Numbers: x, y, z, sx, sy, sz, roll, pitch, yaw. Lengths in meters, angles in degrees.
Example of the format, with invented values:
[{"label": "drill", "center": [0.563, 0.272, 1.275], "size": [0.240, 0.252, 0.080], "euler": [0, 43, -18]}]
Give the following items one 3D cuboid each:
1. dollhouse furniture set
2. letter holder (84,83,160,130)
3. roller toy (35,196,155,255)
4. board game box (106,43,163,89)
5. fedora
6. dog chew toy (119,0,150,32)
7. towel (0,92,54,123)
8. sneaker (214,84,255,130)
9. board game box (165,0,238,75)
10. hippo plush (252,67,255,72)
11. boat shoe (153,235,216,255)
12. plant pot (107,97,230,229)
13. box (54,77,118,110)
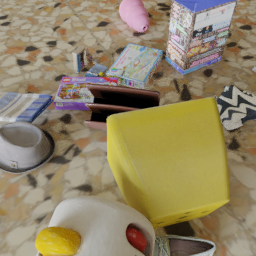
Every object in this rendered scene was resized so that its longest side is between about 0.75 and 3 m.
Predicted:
[{"label": "dollhouse furniture set", "center": [-1.480, -2.939, 12.338], "size": [1.502, 0.980, 1.418], "euler": [21, 48, 14]}, {"label": "letter holder", "center": [-0.206, -0.605, 9.502], "size": [2.467, 1.753, 1.240], "euler": [7, 80, 6]}, {"label": "roller toy", "center": [-0.697, 2.827, 6.134], "size": [2.445, 2.680, 1.873], "euler": [16, 49, 0]}, {"label": "board game box", "center": [0.361, -2.840, 12.643], "size": [1.736, 0.442, 2.583], "euler": [18, 51, 15]}, {"label": "fedora", "center": [-3.567, 0.458, 9.298], "size": [2.229, 1.006, 1.971], "euler": [21, 51, 17]}, {"label": "dog chew toy", "center": [0.442, -5.984, 14.947], "size": [1.408, 1.408, 2.261], "euler": [-18, 58, -15]}, {"label": "towel", "center": [-4.478, -0.851, 10.499], "size": [2.824, 0.336, 2.074], "euler": [5, 31, 9]}, {"label": "sneaker", "center": [4.460, -1.097, 10.637], "size": [2.667, 1.064, 1.735], "euler": [-21, 59, -5]}, {"label": "board game box", "center": [3.060, -4.138, 12.156], "size": [2.304, 2.889, 1.399], "euler": [-23, 52, -20]}, {"label": "hippo plush", "center": [6.004, -1.951, 11.448], "size": [2.072, 1.651, 1.666], "euler": [35, 24, 10]}, {"label": "boat shoe", "center": [1.236, 3.080, 7.188], "size": [1.952, 0.626, 0.719], "euler": [3, 48, 3]}, {"label": "plant pot", "center": [1.086, 1.195, 7.629], "size": [2.874, 2.874, 2.535], "euler": [-10, 64, -9]}, {"label": "box", "center": [-1.623, -1.401, 11.284], "size": [2.355, 0.460, 1.612], "euler": [2, 47, 4]}]
